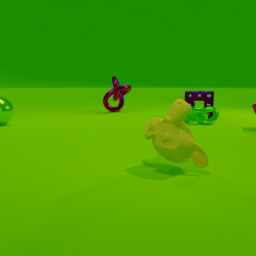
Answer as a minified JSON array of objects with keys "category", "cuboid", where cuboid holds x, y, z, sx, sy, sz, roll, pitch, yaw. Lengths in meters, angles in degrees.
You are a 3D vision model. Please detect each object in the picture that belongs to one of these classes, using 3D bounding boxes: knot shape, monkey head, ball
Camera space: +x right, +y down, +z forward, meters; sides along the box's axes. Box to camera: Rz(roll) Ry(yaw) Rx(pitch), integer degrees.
[{"category":"knot shape","cuboid":[2.418,-0.464,9.659,1.240,0.573,1.161,0,9,1]},{"category":"knot shape","cuboid":[-0.555,-1.501,13.179,0.767,1.552,1.659,23,-4,26]},{"category":"monkey head","cuboid":[0.756,0.055,4.361,0.761,0.908,1.263,24,15,-43]},{"category":"ball","cuboid":[-4.204,-0.547,9.058,0.943,0.943,0.943,0,9,0]}]

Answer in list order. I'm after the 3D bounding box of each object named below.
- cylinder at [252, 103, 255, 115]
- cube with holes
[{"category":"cylinder","cuboid":[4.183,-0.501,8.361,0.709,0.709,0.709,-22,-4,-2]},{"category":"cube with holes","cuboid":[2.772,-0.908,10.904,1.057,1.057,1.057,3,9,16]}]
